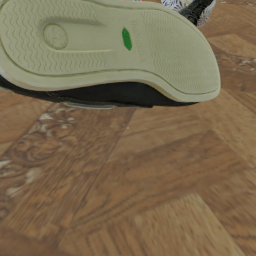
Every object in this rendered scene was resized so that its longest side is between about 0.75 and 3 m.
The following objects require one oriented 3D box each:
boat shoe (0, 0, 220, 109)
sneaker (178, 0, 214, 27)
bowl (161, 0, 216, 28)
[{"bbox_3d":[-0.044,-0.600,2.553,2.464,0.885,0.833,-3,-7,-39],"label":"boat shoe"},{"bbox_3d":[1.549,-2.596,6.217,0.415,1.085,0.621,27,49,-32],"label":"sneaker"},{"bbox_3d":[2.070,-4.134,8.677,1.912,1.912,0.897,-16,7,-17],"label":"bowl"}]
